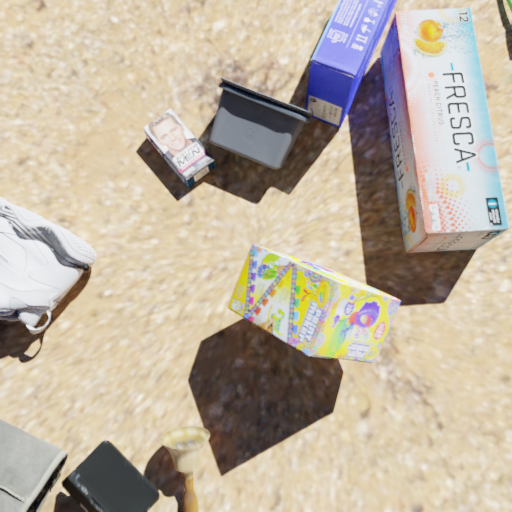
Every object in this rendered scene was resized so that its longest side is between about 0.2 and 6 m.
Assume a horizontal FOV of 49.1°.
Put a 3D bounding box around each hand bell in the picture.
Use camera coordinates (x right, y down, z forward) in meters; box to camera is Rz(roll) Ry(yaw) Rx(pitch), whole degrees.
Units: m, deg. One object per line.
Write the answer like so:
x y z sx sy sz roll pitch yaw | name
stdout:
-1.100 3.625 9.031 0.783 0.783 1.504 -3 96 -1 | hand bell

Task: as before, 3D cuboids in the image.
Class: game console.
-2.321 3.706 8.863 1.264 1.112 0.736 45 50 2 | game console

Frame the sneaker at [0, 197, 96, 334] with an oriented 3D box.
-4.580 -0.016 9.669 3.222 1.211 1.852 25 74 3 | sneaker

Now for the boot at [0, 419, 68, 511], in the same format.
-4.852 2.457 8.951 3.946 1.432 3.587 23 91 13 | boot

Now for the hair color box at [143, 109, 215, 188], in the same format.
-1.454 -2.043 10.609 0.680 0.412 1.360 -39 79 -9 | hair color box

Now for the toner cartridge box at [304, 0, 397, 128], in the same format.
2.039 -4.557 10.515 0.837 1.841 3.876 23 76 6 | toner cartridge box

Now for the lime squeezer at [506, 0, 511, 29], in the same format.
5.670 -4.625 11.213 1.020 0.545 2.889 -40 78 -9 | lime squeezer

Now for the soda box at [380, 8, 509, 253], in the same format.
3.294 -2.268 10.175 1.460 1.357 4.270 -3 77 -1 | soda box

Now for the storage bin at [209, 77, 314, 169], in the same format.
0.019 -2.408 10.402 1.758 1.279 1.181 24 105 6 | storage bin

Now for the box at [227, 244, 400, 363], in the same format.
0.906 0.762 8.712 1.768 1.836 1.120 25 96 42 | box
